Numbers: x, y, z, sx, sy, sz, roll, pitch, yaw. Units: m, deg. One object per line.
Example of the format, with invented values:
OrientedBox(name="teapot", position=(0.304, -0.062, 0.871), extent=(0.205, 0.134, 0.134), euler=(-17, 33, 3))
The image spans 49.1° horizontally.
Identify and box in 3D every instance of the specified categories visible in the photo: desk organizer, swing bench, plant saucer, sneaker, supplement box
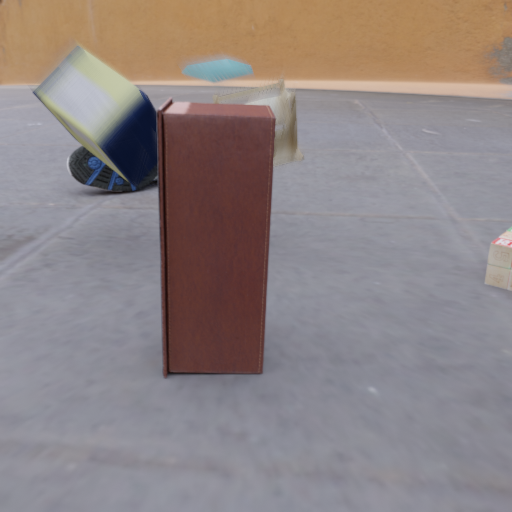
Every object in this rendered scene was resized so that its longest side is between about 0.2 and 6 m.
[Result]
OrientedBox(name="desk organizer", position=(-0.399, -0.154, 5.556), extent=(1.012, 2.627, 0.942), euler=(2, 21, -3))
OrientedBox(name="swing bench", position=(0.040, -1.896, 8.397), extent=(1.115, 1.121, 0.727), euler=(-15, 36, -5))
OrientedBox(name="plant saucer", position=(-0.691, -3.584, 10.778), extent=(0.677, 0.184, 1.936), euler=(20, 29, 14))
OrientedBox(name="sneaker", position=(-2.758, -2.115, 12.943), extent=(3.273, 1.239, 1.261), euler=(-12, 7, -35))
OrientedBox(name="supplement box", position=(-2.223, -2.043, 8.375), extent=(1.440, 0.968, 1.442), euler=(38, -9, 17))

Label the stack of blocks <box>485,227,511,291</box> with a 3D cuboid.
OrientedBox(name="stack of blocks", position=(4.348, 0.180, 7.398), extent=(2.151, 0.630, 1.239), euler=(17, 27, 37))
